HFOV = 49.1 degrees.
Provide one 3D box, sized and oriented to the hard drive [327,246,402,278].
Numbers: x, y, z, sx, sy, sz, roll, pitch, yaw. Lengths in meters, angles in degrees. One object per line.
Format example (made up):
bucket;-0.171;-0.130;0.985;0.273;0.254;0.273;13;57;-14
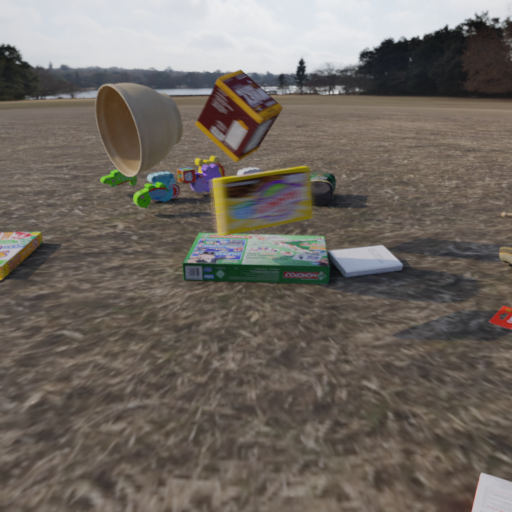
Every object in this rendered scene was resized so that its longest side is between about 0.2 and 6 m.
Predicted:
hard drive;2.090;0.096;10.815;1.208;0.161;0.797;-6;32;-19

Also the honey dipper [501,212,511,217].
honey dipper;6.809;-1.018;14.156;1.116;0.212;0.212;2;19;16

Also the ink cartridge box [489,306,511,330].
ink cartridge box;4.192;0.932;8.546;0.994;0.249;0.806;18;26;35

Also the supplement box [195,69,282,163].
supplement box;-0.366;-2.854;11.430;1.220;1.237;0.821;44;44;6

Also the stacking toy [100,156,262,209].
stacking toy;-2.104;-2.056;16.188;3.972;0.933;2.995;-13;22;-28

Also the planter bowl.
planter bowl;-1.947;-2.273;9.713;1.051;1.562;1.562;-25;30;-32

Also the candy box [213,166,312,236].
candy box;0.130;-0.821;8.222;1.597;0.816;0.211;-13;19;-31

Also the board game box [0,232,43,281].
board game box;-5.197;-0.005;11.133;1.110;0.348;2.324;-1;22;-1

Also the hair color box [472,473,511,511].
hair color box;2.039;2.289;4.598;0.554;0.319;0.999;11;21;27

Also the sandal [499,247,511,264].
sandal;5.012;0.298;9.781;1.117;0.751;2.781;7;6;4

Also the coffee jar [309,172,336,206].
coffee jar;1.802;-1.902;15.865;0.837;0.685;1.605;4;20;10

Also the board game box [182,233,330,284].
board game box;0.051;0.016;10.898;2.656;0.387;1.787;2;19;4
